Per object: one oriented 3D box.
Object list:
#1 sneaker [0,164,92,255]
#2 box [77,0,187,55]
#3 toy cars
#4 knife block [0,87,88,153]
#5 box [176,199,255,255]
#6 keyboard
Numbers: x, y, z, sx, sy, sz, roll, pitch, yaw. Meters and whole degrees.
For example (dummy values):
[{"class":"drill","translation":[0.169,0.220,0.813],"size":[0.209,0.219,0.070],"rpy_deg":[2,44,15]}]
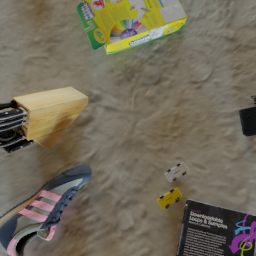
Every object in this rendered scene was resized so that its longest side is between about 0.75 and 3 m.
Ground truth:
[{"class":"sneaker","translation":[-1.890,2.069,6.971],"size":[2.813,0.987,1.154],"rpy_deg":[-38,66,-2]},{"class":"box","translation":[0.073,-3.425,8.623],"size":[2.985,0.722,1.751],"rpy_deg":[-20,77,-8]},{"class":"toy cars","translation":[1.185,1.541,7.516],"size":[0.613,0.303,1.368],"rpy_deg":[20,72,-2]},{"class":"knife block","translation":[-2.347,-0.436,6.993],"size":[0.783,2.149,2.449],"rpy_deg":[33,78,27]},{"class":"box","translation":[2.143,3.234,6.976],"size":[1.823,0.460,2.549],"rpy_deg":[14,77,3]},{"class":"keyboard","translation":[4.239,-0.493,8.094],"size":[2.158,0.428,1.123],"rpy_deg":[-11,98,-4]}]
